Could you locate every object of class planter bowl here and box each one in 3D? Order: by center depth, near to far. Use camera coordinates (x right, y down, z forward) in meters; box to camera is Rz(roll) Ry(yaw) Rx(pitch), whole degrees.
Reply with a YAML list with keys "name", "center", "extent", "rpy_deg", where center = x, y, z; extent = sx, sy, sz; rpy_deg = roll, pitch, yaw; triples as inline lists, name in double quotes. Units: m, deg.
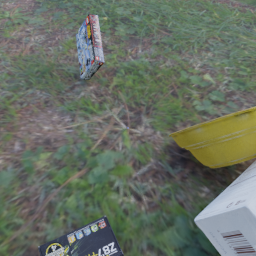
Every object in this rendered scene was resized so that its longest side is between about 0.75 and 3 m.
- name: "planter bowl"
  center: [2.523, 0.315, 7.115]
  extent: [2.755, 2.755, 1.147]
  rpy_deg: [-16, 84, -15]

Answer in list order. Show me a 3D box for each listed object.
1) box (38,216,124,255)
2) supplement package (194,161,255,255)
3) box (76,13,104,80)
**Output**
- name: "box"
  center: [-0.878, 2.631, 5.593]
  extent: [1.489, 0.366, 1.200]
  rpy_deg: [-19, 61, -18]
- name: "supplement package"
  center: [3.140, 1.511, 5.527]
  extent: [2.963, 1.738, 1.732]
  rpy_deg: [-31, 77, -29]
- name: "box"
  center: [-1.407, -2.915, 10.176]
  extent: [0.387, 1.328, 1.939]
  rpy_deg: [2, 71, -31]
